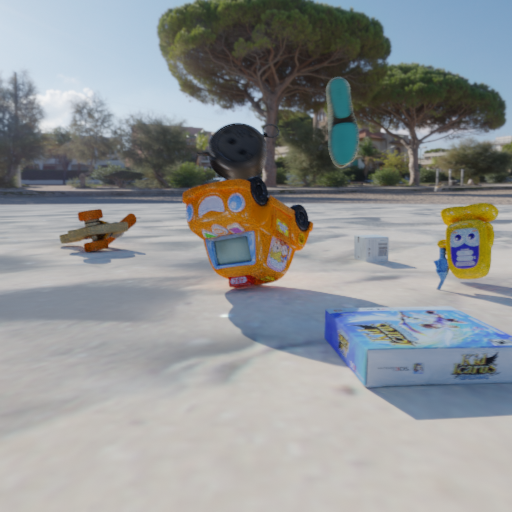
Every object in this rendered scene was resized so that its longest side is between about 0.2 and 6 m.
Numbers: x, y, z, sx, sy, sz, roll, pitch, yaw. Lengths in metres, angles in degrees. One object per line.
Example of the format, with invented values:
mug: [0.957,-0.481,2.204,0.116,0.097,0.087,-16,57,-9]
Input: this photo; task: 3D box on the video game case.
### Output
video game case: [1.134,0.606,4.005,1.075,0.269,1.186,-1,7,-6]

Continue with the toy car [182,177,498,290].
toy car: [0.953,-0.189,6.530,3.583,1.192,1.757,0,-18,19]

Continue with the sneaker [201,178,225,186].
sneaker: [-1.103,-1.607,17.339,1.423,1.045,3.144,-15,34,-32]

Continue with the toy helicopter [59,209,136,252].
toy helicopter: [-3.348,-0.493,11.555,1.976,0.779,1.307,-8,5,42]

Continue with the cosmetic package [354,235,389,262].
cosmetic package: [1.963,-0.133,9.573,0.427,0.426,0.517,-2,6,-12]

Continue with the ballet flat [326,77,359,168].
ballet flat: [1.607,-2.463,10.470,0.572,1.697,0.529,-2,-2,3]

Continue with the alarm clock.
alarm clock: [-0.182,-1.723,8.812,1.340,0.904,0.446,-35,-19,-19]
